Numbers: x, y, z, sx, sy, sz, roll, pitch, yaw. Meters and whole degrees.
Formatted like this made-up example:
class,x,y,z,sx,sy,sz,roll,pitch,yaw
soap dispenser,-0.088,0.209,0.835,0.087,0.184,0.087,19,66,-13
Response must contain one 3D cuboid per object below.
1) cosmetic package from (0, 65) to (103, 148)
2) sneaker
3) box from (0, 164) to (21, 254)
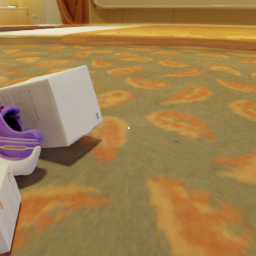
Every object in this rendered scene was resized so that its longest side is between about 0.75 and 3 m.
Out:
class,x,y,z,sx,sy,sz,roll,pitch,yaw
cosmetic package,-1.763,-0.454,6.312,1.709,1.421,1.430,-6,19,28
sneaker,-2.740,-0.044,5.671,2.718,1.134,1.096,25,-3,20
box,-1.970,1.143,4.003,0.551,0.704,1.131,-11,27,-7
